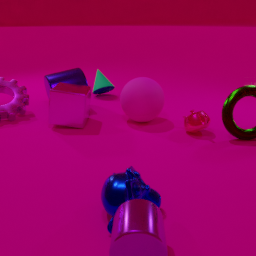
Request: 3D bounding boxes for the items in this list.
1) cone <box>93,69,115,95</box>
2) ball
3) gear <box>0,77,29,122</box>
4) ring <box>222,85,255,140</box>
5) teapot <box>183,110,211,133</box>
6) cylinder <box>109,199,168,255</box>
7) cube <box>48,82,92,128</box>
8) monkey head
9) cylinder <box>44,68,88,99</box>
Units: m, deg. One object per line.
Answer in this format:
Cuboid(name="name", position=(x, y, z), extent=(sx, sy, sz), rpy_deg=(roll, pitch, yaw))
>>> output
Cuboid(name="cone", position=(-1.090, -1.932, 11.206), extent=(0.919, 0.923, 0.919), rpy_deg=(-16, -7, -2))
Cuboid(name="ball", position=(0.431, -0.852, 8.452), extent=(1.343, 1.343, 1.343), rpy_deg=(0, 22, 0))
Cuboid(name="gear", position=(-4.095, -0.918, 8.891), extent=(1.788, 0.331, 1.788), rpy_deg=(9, 46, -10))
Cuboid(name="ring", position=(3.101, -0.390, 7.231), extent=(1.413, 1.413, 0.283), rpy_deg=(-3, 9, -7))
Cuboid(name="teapot", position=(1.851, -0.221, 7.737), extent=(0.741, 0.583, 1.191), rpy_deg=(-24, 3, -16))
Cuboid(name="cylinder", position=(0.135, 1.408, 3.647), extent=(0.700, 0.700, 0.700), rpy_deg=(1, 19, 2))
Cuboid(name="cube", position=(-1.694, -0.692, 8.280), extent=(1.019, 1.019, 1.019), rpy_deg=(8, 22, -1))
Cuboid(name="monkey head", position=(0.023, 1.126, 4.586), extent=(0.909, 0.761, 1.263), rpy_deg=(35, 28, -20))
Cuboid(name="cylinder", position=(-2.094, -1.340, 9.587), extent=(1.221, 1.221, 1.221), rpy_deg=(-19, 28, -21))
